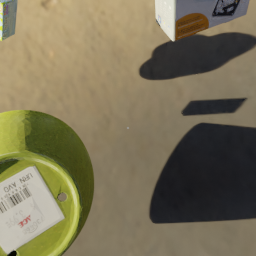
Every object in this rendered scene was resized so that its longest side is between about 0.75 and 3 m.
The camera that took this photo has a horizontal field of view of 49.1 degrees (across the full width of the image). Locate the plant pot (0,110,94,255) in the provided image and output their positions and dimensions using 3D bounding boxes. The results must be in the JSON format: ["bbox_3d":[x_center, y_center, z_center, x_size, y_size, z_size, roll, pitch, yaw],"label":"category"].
[{"bbox_3d":[-1.498,0.867,3.961,2.479,2.649,2.479,0,89,-19],"label":"plant pot"}]

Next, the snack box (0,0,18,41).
[{"bbox_3d":[-1.928,-1.750,3.836,0.840,0.708,0.284,42,56,-1],"label":"snack box"}]

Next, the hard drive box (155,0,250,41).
[{"bbox_3d":[1.146,-2.443,4.168,1.433,1.838,0.706,-22,54,-6],"label":"hard drive box"}]
